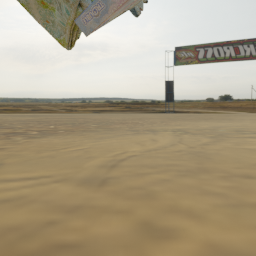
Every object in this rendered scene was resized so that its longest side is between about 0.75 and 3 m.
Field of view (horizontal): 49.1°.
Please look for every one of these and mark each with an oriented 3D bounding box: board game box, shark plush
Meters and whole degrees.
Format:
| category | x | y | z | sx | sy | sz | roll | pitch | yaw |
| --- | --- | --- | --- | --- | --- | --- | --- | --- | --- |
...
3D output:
| category | x | y | z | sx | sy | sz | roll | pitch | yaw |
| --- | --- | --- | --- | --- | --- | --- | --- | --- | --- |
| board game box | 0.116 | -1.698 | 3.333 | 1.241 | 0.269 | 1.234 | -22 | 22 | 45 |
| shark plush | -0.162 | -3.892 | 8.266 | 1.603 | 0.667 | 0.728 | 35 | 11 | 9 |

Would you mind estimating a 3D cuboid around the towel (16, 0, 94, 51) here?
| category | x | y | z | sx | sy | sz | roll | pitch | yaw |
| --- | --- | --- | --- | --- | --- | --- | --- | --- | --- |
| towel | -1.730 | -2.741 | 5.238 | 0.596 | 2.475 | 2.118 | -48 | 10 | -18 |
